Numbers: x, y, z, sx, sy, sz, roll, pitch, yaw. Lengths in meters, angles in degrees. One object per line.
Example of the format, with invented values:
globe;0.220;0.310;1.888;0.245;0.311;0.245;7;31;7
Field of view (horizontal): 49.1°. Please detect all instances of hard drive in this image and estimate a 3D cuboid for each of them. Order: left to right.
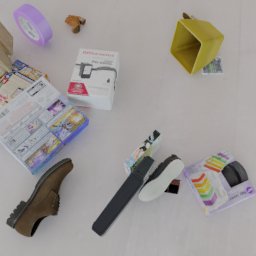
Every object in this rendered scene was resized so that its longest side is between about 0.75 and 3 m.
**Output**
hard drive;-0.008;1.782;8.022;0.434;2.637;1.840;37;100;7

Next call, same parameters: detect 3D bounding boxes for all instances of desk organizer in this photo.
desk organizer;1.218;1.943;9.557;1.077;0.386;0.415;8;65;4

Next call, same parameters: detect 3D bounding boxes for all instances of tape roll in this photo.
tape roll;-4.113;-4.446;12.147;1.730;1.730;0.568;33;67;16

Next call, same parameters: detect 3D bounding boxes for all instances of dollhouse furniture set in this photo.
dollhouse furniture set;-6.324;-2.950;10.778;2.760;2.249;2.625;-15;62;6

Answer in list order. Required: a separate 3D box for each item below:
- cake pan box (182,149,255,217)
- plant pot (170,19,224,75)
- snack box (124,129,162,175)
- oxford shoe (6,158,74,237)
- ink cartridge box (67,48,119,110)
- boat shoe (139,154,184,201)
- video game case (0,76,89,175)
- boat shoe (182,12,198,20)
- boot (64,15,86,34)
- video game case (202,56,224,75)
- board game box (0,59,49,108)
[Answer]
cake pan box;3.104;1.829;9.558;1.922;0.503;1.771;-20;66;-10
plant pot;2.964;-3.522;11.731;1.485;1.684;1.684;-21;59;-19
snack box;0.535;0.874;9.587;0.303;0.949;1.634;36;68;22
oxford shoe;-2.540;2.250;9.116;1.171;1.008;2.774;33;78;11
ink cartridge box;-1.327;-2.011;11.295;1.684;0.967;2.319;7;62;3
boat shoe;1.009;1.602;9.094;1.843;0.681;0.556;-50;27;12
video game case;-3.285;-0.143;10.263;2.523;0.633;2.784;42;70;8
boat shoe;3.007;-5.238;13.380;0.931;0.336;0.302;43;63;16
boot;-2.607;-4.883;13.145;0.879;0.419;1.136;21;52;9
video game case;3.636;-2.727;12.162;0.895;0.115;0.984;1;62;1
board game box;-4.522;-1.635;11.366;1.617;0.494;2.135;28;66;14
